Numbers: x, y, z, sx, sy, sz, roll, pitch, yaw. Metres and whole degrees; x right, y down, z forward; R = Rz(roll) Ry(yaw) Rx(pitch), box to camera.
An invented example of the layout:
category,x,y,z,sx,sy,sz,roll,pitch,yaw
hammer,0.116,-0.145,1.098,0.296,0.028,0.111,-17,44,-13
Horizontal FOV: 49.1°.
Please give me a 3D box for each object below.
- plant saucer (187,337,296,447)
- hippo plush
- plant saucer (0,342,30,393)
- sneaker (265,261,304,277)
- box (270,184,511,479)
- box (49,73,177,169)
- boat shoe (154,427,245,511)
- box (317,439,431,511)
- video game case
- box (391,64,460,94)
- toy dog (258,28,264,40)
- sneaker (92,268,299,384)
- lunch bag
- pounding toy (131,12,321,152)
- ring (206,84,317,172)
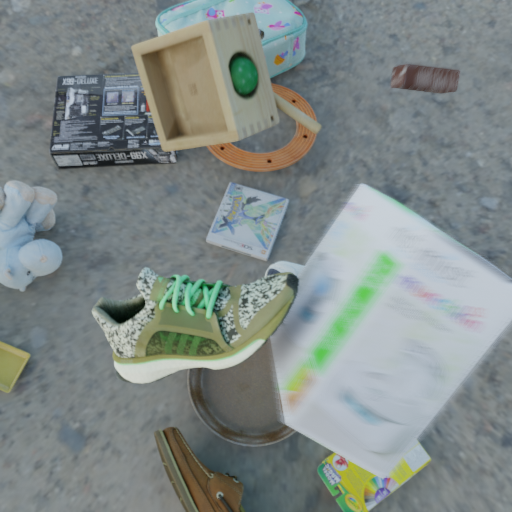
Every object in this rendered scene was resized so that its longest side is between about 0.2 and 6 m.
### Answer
category,x,y,z,sx,sy,sz,roll,pitch,yaw
plant saucer,-0.042,2.121,9.691,2.265,0.363,2.265,0,66,-1
hippo plush,-4.407,-0.282,10.083,1.985,1.581,1.596,-21,67,-9
plant saucer,-4.444,1.954,9.861,0.740,0.179,0.740,20,68,9
sneaker,1.994,0.242,9.986,3.372,1.346,2.195,17,66,7
box,1.529,0.715,7.237,1.446,2.991,2.639,31,103,-11
box,-2.935,-2.868,11.733,2.512,0.625,1.981,-4,66,-2
boat shoe,-0.637,3.803,8.696,0.936,0.991,2.754,-27,76,-18
box,1.852,3.363,8.988,1.691,0.409,0.992,-26,68,-24
video game case,-0.160,-0.697,11.040,1.262,0.152,1.385,17,67,7
box,3.151,-3.302,10.460,1.107,0.554,0.415,4,102,-12
toy dog,-0.070,-3.409,9.042,0.387,0.554,0.537,26,38,0
sneaker,-0.962,0.729,7.386,3.174,1.406,1.220,-22,30,24
lunch bag,-0.608,-4.781,12.162,2.998,1.155,2.404,-29,65,-18
pounding toy,-0.428,-2.578,8.691,2.138,1.968,1.520,2,25,40
ring,0.057,-2.714,11.790,2.451,0.235,2.451,1,60,-2
